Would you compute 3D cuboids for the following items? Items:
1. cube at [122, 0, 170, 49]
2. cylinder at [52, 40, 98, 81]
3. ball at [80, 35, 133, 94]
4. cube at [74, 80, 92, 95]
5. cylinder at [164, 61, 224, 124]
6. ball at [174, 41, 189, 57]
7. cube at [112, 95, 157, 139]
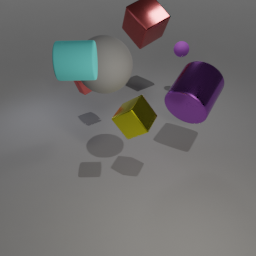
[{"bbox_3d":[0.759,-4.670,12.371,1.400,1.400,1.400,-35,80,-18],"label":"cube"},{"bbox_3d":[-0.930,-1.210,5.046,0.700,0.700,0.700,-1,31,0],"label":"cylinder"},{"bbox_3d":[-0.583,-1.553,6.891,1.400,1.400,1.400,0,31,0],"label":"ball"},{"bbox_3d":[-1.516,-1.702,10.100,0.700,0.700,0.700,-33,26,-14],"label":"cube"},{"bbox_3d":[2.052,-1.088,8.670,1.400,1.400,1.400,20,61,30],"label":"cylinder"},{"bbox_3d":[2.433,-3.588,12.753,0.700,0.700,0.700,0,31,0],"label":"ball"},{"bbox_3d":[0.167,-0.261,6.897,0.700,0.700,0.700,-21,25,40],"label":"cube"}]
